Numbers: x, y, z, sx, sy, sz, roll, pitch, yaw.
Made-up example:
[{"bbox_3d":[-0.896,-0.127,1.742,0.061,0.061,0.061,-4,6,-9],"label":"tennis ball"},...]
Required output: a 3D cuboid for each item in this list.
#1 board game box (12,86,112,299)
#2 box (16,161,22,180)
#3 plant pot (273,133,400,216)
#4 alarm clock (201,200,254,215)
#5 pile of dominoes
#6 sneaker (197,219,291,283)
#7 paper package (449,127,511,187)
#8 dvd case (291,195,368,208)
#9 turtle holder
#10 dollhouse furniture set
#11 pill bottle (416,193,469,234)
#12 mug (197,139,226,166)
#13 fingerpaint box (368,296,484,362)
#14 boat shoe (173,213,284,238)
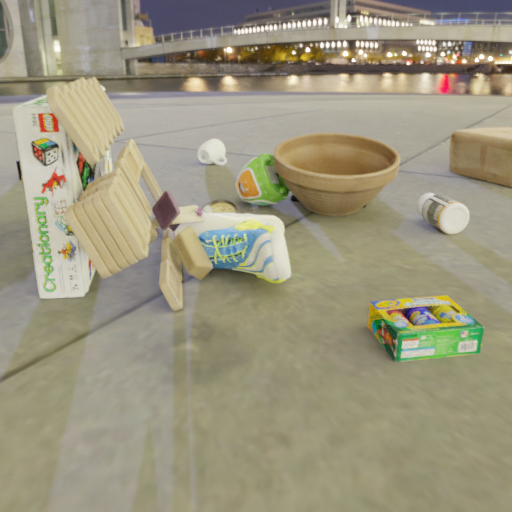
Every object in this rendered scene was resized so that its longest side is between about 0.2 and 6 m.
[{"bbox_3d":[-3.048,-1.374,9.532,0.738,2.692,4.265,-3,20,-7],"label":"board game box"},{"bbox_3d":[-5.628,-2.395,15.360,1.439,0.567,1.016,7,25,20],"label":"box"},{"bbox_3d":[1.701,-1.679,12.181,2.663,1.229,2.663,0,30,0],"label":"plant pot"},{"bbox_3d":[-0.583,-0.734,10.805,1.128,0.375,0.761,-10,48,3],"label":"alarm clock"},{"bbox_3d":[-2.161,-1.069,8.605,0.659,3.225,4.137,-26,22,1],"label":"pile of dominoes"},{"bbox_3d":[-0.277,-0.002,8.593,1.250,0.901,2.379,-13,9,-9],"label":"sneaker"},{"bbox_3d":[7.035,-2.785,15.426,2.308,1.253,2.421,-9,21,-24],"label":"paper package"},{"bbox_3d":[1.835,-1.452,13.414,1.770,0.155,1.263,7,23,18],"label":"dvd case"},{"bbox_3d":[0.194,-1.747,12.778,1.089,1.166,1.534,-23,23,26],"label":"turtle holder"},{"bbox_3d":[-1.048,-0.202,9.126,1.004,1.121,1.415,-10,64,-46],"label":"dollhouse furniture set"},{"bbox_3d":[3.686,-0.876,11.164,0.631,0.631,1.085,-4,21,-12],"label":"pill bottle"},{"bbox_3d":[-1.337,-3.104,17.271,0.938,0.693,0.822,36,34,6],"label":"mug"},{"bbox_3d":[2.034,0.858,6.833,1.078,0.395,0.899,-3,21,-9],"label":"fingerpaint box"},{"bbox_3d":[-0.531,-0.482,10.060,2.047,0.737,0.701,-10,10,-22],"label":"boat shoe"}]
